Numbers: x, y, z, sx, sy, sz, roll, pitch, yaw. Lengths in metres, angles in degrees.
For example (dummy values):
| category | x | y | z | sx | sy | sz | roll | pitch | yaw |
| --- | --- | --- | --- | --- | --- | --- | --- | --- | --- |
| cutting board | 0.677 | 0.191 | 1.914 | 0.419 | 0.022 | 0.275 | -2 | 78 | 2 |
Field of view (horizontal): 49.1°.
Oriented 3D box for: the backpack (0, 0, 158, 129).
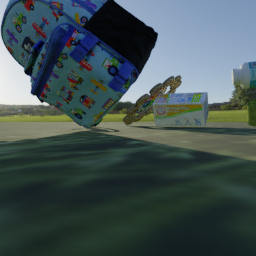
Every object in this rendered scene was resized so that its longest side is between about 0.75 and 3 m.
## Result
| category | x | y | z | sx | sy | sz | roll | pitch | yaw |
| --- | --- | --- | --- | --- | --- | --- | --- | --- | --- |
| backpack | -1.195 | -1.602 | 5.411 | 2.730 | 1.836 | 2.492 | 37 | -36 | -18 |

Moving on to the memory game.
| category | x | y | z | sx | sy | sz | roll | pitch | yaw |
| --- | --- | --- | --- | --- | --- | --- | --- | --- | --- |
| memory game | 0.986 | -1.051 | 11.006 | 2.912 | 0.186 | 2.912 | -35 | -13 | -9 |

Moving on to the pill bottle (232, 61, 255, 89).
| category | x | y | z | sx | sy | sz | roll | pitch | yaw |
| --- | --- | --- | --- | --- | --- | --- | --- | --- | --- |
| pill bottle | 2.371 | -0.977 | 5.115 | 0.876 | 0.485 | 0.485 | -5 | 0 | 15 |

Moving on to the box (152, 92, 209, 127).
| category | x | y | z | sx | sy | sz | roll | pitch | yaw |
| --- | --- | --- | --- | --- | --- | --- | --- | --- | --- |
| box | 1.806 | -0.637 | 9.594 | 1.724 | 0.874 | 0.970 | 1 | 29 | 24 |

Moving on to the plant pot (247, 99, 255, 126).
| category | x | y | z | sx | sy | sz | roll | pitch | yaw |
| --- | --- | --- | --- | --- | --- | --- | --- | --- | --- |
| plant pot | 4.639 | -0.596 | 10.136 | 0.804 | 0.763 | 0.804 | -22 | 30 | 13 |

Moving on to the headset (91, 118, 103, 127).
| category | x | y | z | sx | sy | sz | roll | pitch | yaw |
| --- | --- | --- | --- | --- | --- | --- | --- | --- | --- |
| headset | -1.207 | -0.380 | 8.745 | 0.549 | 0.721 | 1.167 | 21 | 26 | 25 |
